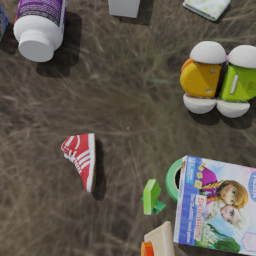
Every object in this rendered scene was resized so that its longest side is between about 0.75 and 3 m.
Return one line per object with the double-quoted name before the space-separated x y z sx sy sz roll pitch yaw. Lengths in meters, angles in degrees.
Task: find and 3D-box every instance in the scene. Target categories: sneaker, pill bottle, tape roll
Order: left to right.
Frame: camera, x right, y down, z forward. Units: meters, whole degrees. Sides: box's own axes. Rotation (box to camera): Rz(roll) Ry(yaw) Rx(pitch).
"pill bottle" -2.791 -3.497 9.009 1.473 1.473 2.620 0 65 0
"sneaker" -1.325 0.917 7.459 0.934 0.592 1.661 -1 58 -5
"tape roll" 1.650 1.417 7.377 1.278 0.307 1.278 1 66 -1

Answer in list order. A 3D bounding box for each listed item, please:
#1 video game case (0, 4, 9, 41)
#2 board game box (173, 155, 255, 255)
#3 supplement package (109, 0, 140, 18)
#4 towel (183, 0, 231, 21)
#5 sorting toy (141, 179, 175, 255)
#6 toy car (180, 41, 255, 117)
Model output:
"video game case" -4.389 -3.558 9.205 0.265 1.168 1.059 9 66 2
"board game box" 2.259 1.872 6.827 2.063 0.425 2.068 11 73 -4
"supplement package" -0.047 -4.949 9.933 1.006 1.019 1.680 9 66 4
"towel" 2.858 -4.562 10.146 1.400 0.337 1.199 33 72 14
"sorting toy" 0.401 1.977 4.286 0.324 1.629 2.204 0 62 -7
"toy car" 2.635 -1.492 8.115 2.253 1.972 1.690 7 29 4
